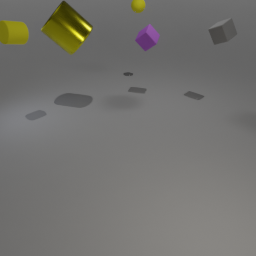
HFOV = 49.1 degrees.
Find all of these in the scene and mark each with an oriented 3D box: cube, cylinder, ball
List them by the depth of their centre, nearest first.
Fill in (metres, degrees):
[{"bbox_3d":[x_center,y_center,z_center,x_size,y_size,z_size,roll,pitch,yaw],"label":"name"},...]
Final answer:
[{"bbox_3d":[-3.650,-3.017,8.879,0.700,0.700,0.700,20,24,32],"label":"cylinder"},{"bbox_3d":[-2.277,-3.730,10.505,1.400,1.400,1.400,37,18,-24],"label":"cylinder"},{"bbox_3d":[3.798,-3.863,11.226,0.700,0.700,0.700,-39,23,-25],"label":"cube"},{"bbox_3d":[0.859,-3.956,12.296,0.700,0.700,0.700,-23,36,43],"label":"cube"},{"bbox_3d":[0.496,-5.975,13.638,0.700,0.700,0.700,0,29,0],"label":"ball"}]
